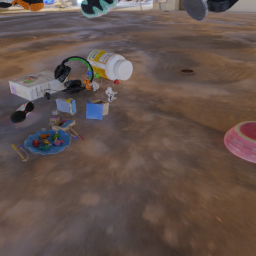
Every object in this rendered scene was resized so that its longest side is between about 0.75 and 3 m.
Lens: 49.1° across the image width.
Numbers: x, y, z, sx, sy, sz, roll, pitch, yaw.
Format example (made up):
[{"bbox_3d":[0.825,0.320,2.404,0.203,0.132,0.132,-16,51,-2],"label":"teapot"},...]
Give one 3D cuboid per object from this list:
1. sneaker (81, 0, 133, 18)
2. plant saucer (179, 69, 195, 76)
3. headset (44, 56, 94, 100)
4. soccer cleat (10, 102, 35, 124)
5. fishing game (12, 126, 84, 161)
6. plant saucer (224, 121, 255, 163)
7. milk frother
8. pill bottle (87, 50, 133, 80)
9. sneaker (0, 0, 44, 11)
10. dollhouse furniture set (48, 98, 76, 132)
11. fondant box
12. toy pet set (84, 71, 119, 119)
[{"bbox_3d":[-0.347,-4.820,10.134,2.694,1.047,1.885,-30,3,15],"label":"sneaker"},{"bbox_3d":[2.829,-2.659,13.362,0.785,0.135,0.785,-1,28,0],"label":"plant saucer"},{"bbox_3d":[-2.273,-1.833,10.596,2.152,1.329,1.011,-40,11,-10],"label":"headset"},{"bbox_3d":[-3.444,-0.449,8.957,0.415,0.387,1.135,-19,26,28],"label":"soccer cleat"},{"bbox_3d":[-2.156,0.297,7.558,1.755,0.273,1.257,-18,35,-31],"label":"fishing game"},{"bbox_3d":[3.478,0.296,7.342,1.794,0.455,1.794,-1,27,0],"label":"plant saucer"},{"bbox_3d":[1.909,-3.324,6.244,1.223,1.300,1.174,-41,29,-8],"label":"milk frother"},{"bbox_3d":[-0.792,-2.760,12.455,1.136,1.136,2.045,-24,37,-38],"label":"pill bottle"},{"bbox_3d":[-2.832,-3.339,7.266,1.231,0.466,0.566,-5,32,-29],"label":"sneaker"},{"bbox_3d":[-2.056,-0.456,8.274,0.872,0.923,0.602,11,29,20],"label":"dollhouse furniture set"},{"bbox_3d":[-3.524,-1.737,11.152,1.325,0.535,1.837,20,33,34],"label":"fondant box"},{"bbox_3d":[-1.097,-1.036,8.971,1.417,1.323,0.753,22,26,36],"label":"toy pet set"}]
